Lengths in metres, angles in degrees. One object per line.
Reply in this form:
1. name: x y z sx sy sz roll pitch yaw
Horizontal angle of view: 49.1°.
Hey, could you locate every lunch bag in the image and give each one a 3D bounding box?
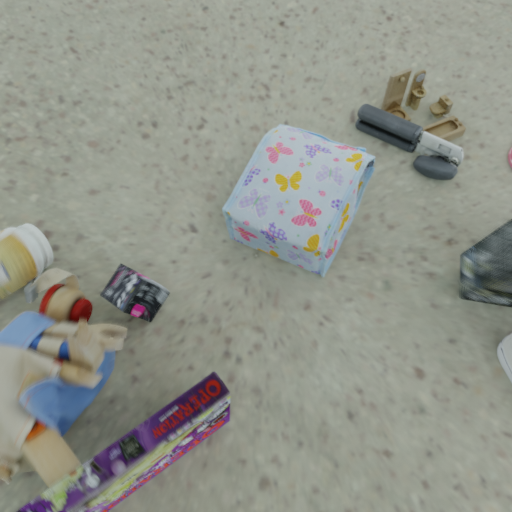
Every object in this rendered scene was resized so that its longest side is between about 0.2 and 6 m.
1. lunch bag: 0.805 -1.070 9.687 1.931 1.447 2.277 22 72 14

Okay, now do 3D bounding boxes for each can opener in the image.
1. can opener: 2.881 -2.175 10.809 2.244 0.598 0.750 29 62 17

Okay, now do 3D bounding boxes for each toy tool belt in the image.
1. toy tool belt: -2.702 1.666 7.834 1.915 1.945 3.116 15 35 8

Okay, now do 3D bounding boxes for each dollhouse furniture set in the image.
1. dollhouse furniture set: 3.370 -2.944 11.007 1.202 1.030 1.264 -23 62 -13

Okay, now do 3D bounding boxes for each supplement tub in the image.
1. supplement tub: -4.093 0.119 9.089 0.957 0.957 1.326 34 46 18

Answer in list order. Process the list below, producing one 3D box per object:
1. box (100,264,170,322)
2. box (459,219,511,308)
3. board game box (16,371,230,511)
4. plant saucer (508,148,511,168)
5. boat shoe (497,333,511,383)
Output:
1. box: -1.892 0.588 8.827 0.533 0.930 0.614 30 85 23
2. box: 4.189 0.183 8.441 1.531 1.870 0.805 9 72 -2
3. board game box: -1.608 2.696 7.226 2.929 1.758 0.473 -33 73 -17
4. plant saucer: 5.426 -1.889 10.836 1.005 0.255 1.005 0 60 0
5. boat shoe: 4.381 2.042 8.235 0.766 0.700 2.130 -13 60 -8
